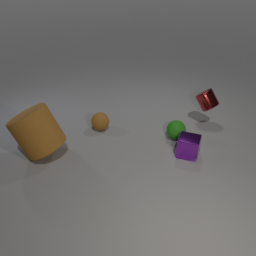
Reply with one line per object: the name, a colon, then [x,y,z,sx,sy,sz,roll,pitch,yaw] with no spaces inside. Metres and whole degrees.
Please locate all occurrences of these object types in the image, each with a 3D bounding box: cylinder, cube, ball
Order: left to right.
cylinder: [-2.963,0.109,9.140,1.400,1.400,1.400,-24,22,10]
ball: [-1.079,-0.259,10.895,0.700,0.700,0.700,0,30,0]
ball: [1.776,0.058,10.306,0.700,0.700,0.700,0,30,0]
cube: [2.038,0.612,9.401,0.700,0.700,0.700,11,31,17]
cylinder: [3.130,-1.109,11.068,0.700,0.700,0.700,-29,5,3]
